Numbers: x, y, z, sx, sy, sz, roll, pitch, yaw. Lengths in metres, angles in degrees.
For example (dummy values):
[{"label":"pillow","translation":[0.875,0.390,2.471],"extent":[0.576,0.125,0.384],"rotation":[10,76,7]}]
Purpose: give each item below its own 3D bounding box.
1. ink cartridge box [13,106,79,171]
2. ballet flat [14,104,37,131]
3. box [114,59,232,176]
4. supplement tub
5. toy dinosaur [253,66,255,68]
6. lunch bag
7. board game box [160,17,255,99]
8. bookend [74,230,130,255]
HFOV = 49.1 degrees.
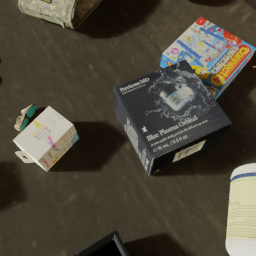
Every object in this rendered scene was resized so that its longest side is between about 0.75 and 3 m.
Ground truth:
[{"label":"ink cartridge box","translation":[-1.985,0.337,6.749],"extent":[0.835,0.857,1.334],"rotation":[36,70,15]},{"label":"ballet flat","translation":[-2.739,-0.314,7.400],"extent":[0.282,0.286,0.839],"rotation":[15,63,17]},{"label":"box","translation":[0.970,-0.277,6.858],"extent":[2.032,1.213,2.067],"rotation":[-23,65,-11]},{"label":"supplement tub","translation":[2.795,1.921,5.589],"extent":[1.532,1.532,2.113],"rotation":[12,65,6]},{"label":"toy dinosaur","translation":[4.217,-1.086,6.790],"extent":[0.806,2.667,1.416],"rotation":[-36,100,11]},{"label":"lunch bag","translation":[-2.034,-4.326,8.738],"extent":[1.986,1.424,2.422],"rotation":[22,70,14]},{"label":"board game box","translation":[2.287,-2.045,8.083],"extent":[1.913,0.546,1.954],"rotation":[37,70,17]},{"label":"bookend","translation":[-0.497,3.117,5.175],"extent":[1.649,0.760,1.639],"rotation":[-27,48,-12]}]
